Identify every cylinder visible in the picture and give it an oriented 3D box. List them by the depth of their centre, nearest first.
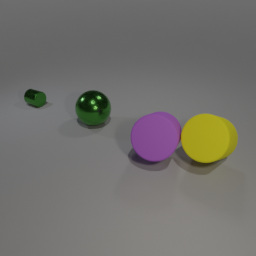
[{"bbox_3d":[2.494,0.309,8.513,1.400,1.400,1.400,20,8,29],"label":"cylinder"},{"bbox_3d":[0.919,0.218,8.745,1.400,1.400,1.400,9,9,14],"label":"cylinder"},{"bbox_3d":[-4.168,-1.356,12.594,0.700,0.700,0.700,18,35,27],"label":"cylinder"}]

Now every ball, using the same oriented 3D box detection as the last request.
[{"bbox_3d":[-1.360,-0.778,10.967,1.400,1.400,1.400,0,31,0],"label":"ball"}]
